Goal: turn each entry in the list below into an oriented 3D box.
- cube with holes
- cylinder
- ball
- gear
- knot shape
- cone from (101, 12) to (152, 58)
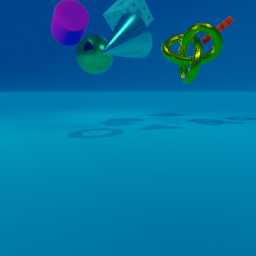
[{"bbox_3d":[0.027,-4.391,11.068,1.185,1.185,1.185,10,55,46],"label":"cube with holes"},{"bbox_3d":[-1.772,-3.153,8.476,0.991,0.991,0.991,-3,-8,-21],"label":"cylinder"},{"bbox_3d":[-1.158,-2.561,9.791,1.337,1.337,1.337,0,8,0],"label":"ball"},{"bbox_3d":[3.152,-3.452,9.910,1.180,0.218,1.180,-39,4,4],"label":"gear"},{"bbox_3d":[2.140,-2.554,9.074,1.841,1.967,0.909,-33,-24,33],"label":"knot shape"},{"bbox_3d":[-0.256,-2.268,7.620,1.317,1.312,1.312,-38,29,-32],"label":"cone"}]
